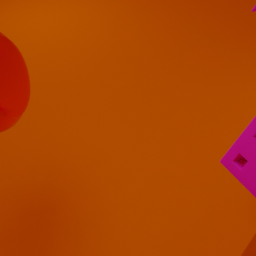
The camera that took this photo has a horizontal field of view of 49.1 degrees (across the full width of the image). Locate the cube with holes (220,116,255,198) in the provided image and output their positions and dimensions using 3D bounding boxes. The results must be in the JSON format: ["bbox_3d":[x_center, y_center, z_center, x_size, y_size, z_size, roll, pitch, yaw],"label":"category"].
[{"bbox_3d":[2.396,0.375,3.702,1.320,1.320,1.320,-1,40,-41],"label":"cube with holes"}]

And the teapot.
[{"bbox_3d":[-1.314,-0.381,2.326,0.711,0.903,1.453,-5,11,9],"label":"teapot"}]

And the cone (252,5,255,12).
[{"bbox_3d":[3.193,-2.767,5.503,1.562,1.568,1.562,22,56,-37],"label":"cone"}]
